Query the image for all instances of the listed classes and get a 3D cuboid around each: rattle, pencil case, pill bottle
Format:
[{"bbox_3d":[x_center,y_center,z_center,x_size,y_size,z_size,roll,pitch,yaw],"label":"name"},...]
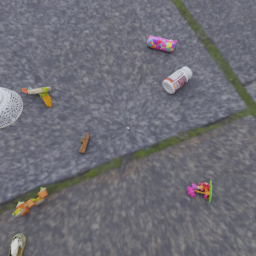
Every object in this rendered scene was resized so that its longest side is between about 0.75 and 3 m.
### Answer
[{"bbox_3d":[-3.405,-1.181,10.566,1.087,0.776,0.707,-7,31,13],"label":"rattle"},{"bbox_3d":[1.375,-3.469,11.495,1.195,0.528,0.528,13,65,7],"label":"pencil case"},{"bbox_3d":[1.886,-1.833,10.634,1.092,0.598,0.598,-38,70,-17],"label":"pill bottle"}]

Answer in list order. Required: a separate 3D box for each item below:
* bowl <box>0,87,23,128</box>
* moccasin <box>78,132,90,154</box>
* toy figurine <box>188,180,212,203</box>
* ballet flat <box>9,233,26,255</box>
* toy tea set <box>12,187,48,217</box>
[{"bbox_3d":[-4.740,-0.892,10.079,1.673,0.785,1.673,0,63,-1],"label":"bowl"},{"bbox_3d":[-1.521,0.504,9.686,0.299,0.283,0.774,17,74,-5],"label":"moccasin"},{"bbox_3d":[2.271,1.946,8.902,0.718,0.586,0.780,6,42,13],"label":"toy figurine"},{"bbox_3d":[-3.258,3.701,8.036,0.455,0.455,1.287,4,64,2],"label":"ballet flat"},{"bbox_3d":[-3.002,2.225,8.604,1.186,0.705,0.439,-35,77,-15],"label":"toy tea set"}]
